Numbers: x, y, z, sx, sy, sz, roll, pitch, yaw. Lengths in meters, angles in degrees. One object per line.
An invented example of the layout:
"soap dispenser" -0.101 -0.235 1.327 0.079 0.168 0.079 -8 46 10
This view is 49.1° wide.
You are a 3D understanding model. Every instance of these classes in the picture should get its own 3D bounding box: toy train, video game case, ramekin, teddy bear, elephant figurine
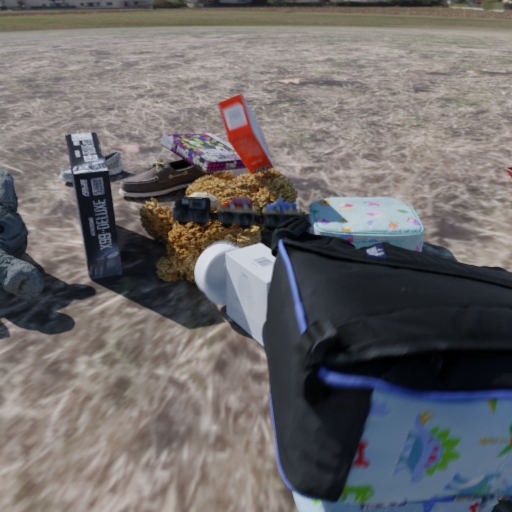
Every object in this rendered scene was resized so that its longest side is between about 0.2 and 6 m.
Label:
"toy train" -0.243 -0.643 8.207 1.960 0.449 0.334 3 -17 -1
"video game case" -1.030 -2.230 11.985 1.375 0.272 1.517 35 30 27
"ramekin" -0.456 0.236 7.910 0.842 0.842 0.411 -16 25 -28
"teddy bear" -0.616 -0.892 9.891 2.732 1.258 3.768 11 29 26
"elephant figurine" -4.406 -0.387 8.697 2.858 2.218 2.022 8 -17 -7

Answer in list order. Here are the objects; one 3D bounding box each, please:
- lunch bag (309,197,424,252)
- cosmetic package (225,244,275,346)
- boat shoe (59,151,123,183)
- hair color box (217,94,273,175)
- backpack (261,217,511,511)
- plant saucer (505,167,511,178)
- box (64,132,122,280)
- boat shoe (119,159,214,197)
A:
"lunch bag" 1.788 -0.394 9.470 1.905 0.734 1.528 0 30 0
"cosmetic package" 0.096 0.510 7.445 0.611 0.994 0.990 -15 31 -31
"boat shoe" -3.796 -2.040 12.896 1.513 0.485 0.558 -19 33 -32
"hair color box" -0.165 -2.152 10.145 0.482 0.799 1.574 -19 -19 11
"backpack" 1.522 1.110 5.055 2.826 2.077 2.586 5 26 -8
"plant saucer" 6.592 -1.671 12.425 1.506 0.276 1.503 -6 28 -14
"box" -2.728 -0.918 9.358 0.560 1.775 2.251 -9 30 -17
"boat shoe" -1.901 -1.774 12.185 2.244 0.668 0.806 -14 30 -24
